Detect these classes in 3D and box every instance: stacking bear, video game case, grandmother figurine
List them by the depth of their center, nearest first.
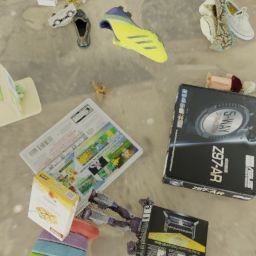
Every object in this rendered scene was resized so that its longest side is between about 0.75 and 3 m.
[{"bbox_3d":[-1.631,3.250,6.162,1.433,1.342,2.360,11,62,5],"label":"stacking bear"},{"bbox_3d":[-1.312,0.716,7.966,2.619,0.288,2.387,-41,72,-16],"label":"video game case"},{"bbox_3d":[3.241,-1.360,8.837,1.477,0.447,0.896,9,75,7],"label":"grandmother figurine"}]

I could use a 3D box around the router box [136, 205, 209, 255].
[{"bbox_3d":[1.085,2.692,6.680,1.668,0.436,1.312,21,65,-17],"label":"router box"}]

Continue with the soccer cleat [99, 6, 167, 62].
[{"bbox_3d":[0.089,-1.764,5.596,0.685,0.529,1.637,-43,73,-8],"label":"soccer cleat"}]

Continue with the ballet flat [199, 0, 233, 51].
[{"bbox_3d":[2.950,-3.802,9.653,0.969,0.873,2.573,2,69,-9],"label":"ballet flat"}]

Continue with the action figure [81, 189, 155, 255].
[{"bbox_3d":[0.012,2.307,6.865,2.250,0.781,1.464,24,54,-7],"label":"action figure"}]

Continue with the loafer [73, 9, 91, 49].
[{"bbox_3d":[-1.594,-3.565,9.744,0.611,0.535,1.701,-10,66,-4],"label":"loafer"}]

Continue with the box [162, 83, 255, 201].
[{"bbox_3d":[2.388,0.322,7.952,2.390,0.649,2.983,12,67,5],"label":"box"}]

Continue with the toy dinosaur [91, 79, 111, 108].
[{"bbox_3d":[-0.855,-1.051,8.801,0.597,0.339,1.123,-28,66,29],"label":"toy dinosaur"}]

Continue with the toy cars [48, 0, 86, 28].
[{"bbox_3d":[-2.003,-4.397,10.133,1.009,0.498,2.251,13,67,34],"label":"toy cars"}]

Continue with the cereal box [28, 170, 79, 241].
[{"bbox_3d":[-1.513,1.573,5.569,0.944,1.311,0.259,30,36,13],"label":"cereal box"}]

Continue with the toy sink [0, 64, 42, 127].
[{"bbox_3d":[-3.838,-0.927,8.214,2.102,1.177,1.370,-19,67,-8],"label":"toy sink"}]

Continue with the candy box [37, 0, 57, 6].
[{"bbox_3d":[-2.978,-4.995,10.519,0.670,0.286,0.798,5,67,2],"label":"candy box"}]

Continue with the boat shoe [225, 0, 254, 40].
[{"bbox_3d":[3.885,-3.876,9.784,0.619,0.715,1.677,-23,68,-10],"label":"boat shoe"}]
